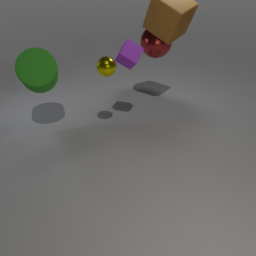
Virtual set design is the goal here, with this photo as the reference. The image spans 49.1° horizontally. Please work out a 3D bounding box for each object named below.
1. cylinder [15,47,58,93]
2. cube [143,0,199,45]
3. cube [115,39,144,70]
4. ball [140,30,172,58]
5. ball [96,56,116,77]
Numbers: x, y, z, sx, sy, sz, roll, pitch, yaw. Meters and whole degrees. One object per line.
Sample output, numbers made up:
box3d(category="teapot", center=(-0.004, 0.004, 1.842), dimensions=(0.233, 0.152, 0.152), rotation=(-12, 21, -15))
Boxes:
box3d(category="cylinder", center=(-3.293, -2.069, 10.262), dimensions=(1.400, 1.400, 1.400), rotation=(-8, 1, -13))
box3d(category="cube", center=(1.675, -4.489, 11.190), dimensions=(1.400, 1.400, 1.400), rotation=(39, 54, 13))
box3d(category="cube", center=(0.041, -2.698, 10.298), dimensions=(0.700, 0.700, 0.700), rotation=(29, -16, -12))
box3d(category="ball", center=(1.242, -3.802, 12.375), dimensions=(1.400, 1.400, 1.400), rotation=(0, 30, 0))
box3d(category="ball", center=(-0.752, -2.139, 9.770), dimensions=(0.700, 0.700, 0.700), rotation=(0, 30, 0))
